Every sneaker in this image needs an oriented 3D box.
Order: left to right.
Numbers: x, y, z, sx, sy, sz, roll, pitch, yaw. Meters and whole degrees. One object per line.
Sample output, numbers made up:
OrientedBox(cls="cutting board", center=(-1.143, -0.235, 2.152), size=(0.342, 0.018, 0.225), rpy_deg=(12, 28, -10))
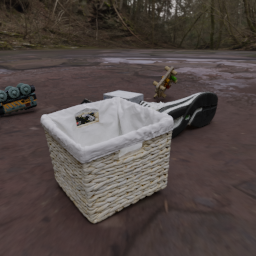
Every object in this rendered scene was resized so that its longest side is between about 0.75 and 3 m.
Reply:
OrientedBox(cls="sneaker", center=(1.324, -0.615, 8.253), size=(2.843, 1.073, 1.636), rpy_deg=(-19, 30, -38))

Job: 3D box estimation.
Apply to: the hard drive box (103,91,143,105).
OrientedBox(cls="hard drive box", center=(-0.171, -1.060, 10.576), size=(1.215, 0.466, 0.947), rpy_deg=(14, 23, 35))

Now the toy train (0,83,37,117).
OrientedBox(cls="toy train", center=(-3.798, -0.951, 9.373), size=(1.545, 0.881, 0.658), rpy_deg=(-24, 25, -33))

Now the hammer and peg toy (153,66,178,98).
OrientedBox(cls="hammer and peg toy", center=(1.539, -1.732, 11.455), size=(0.543, 1.133, 1.541), rpy_deg=(36, -7, 18))

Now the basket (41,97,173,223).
OrientedBox(cls="basket", center=(-0.340, 0.398, 4.707), size=(1.642, 1.332, 1.657), rpy_deg=(-18, 27, -30))

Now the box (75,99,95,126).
OrientedBox(cls="box", center=(-0.948, 0.058, 6.344), size=(1.282, 0.396, 1.605), rpy_deg=(-51, 37, -9))
